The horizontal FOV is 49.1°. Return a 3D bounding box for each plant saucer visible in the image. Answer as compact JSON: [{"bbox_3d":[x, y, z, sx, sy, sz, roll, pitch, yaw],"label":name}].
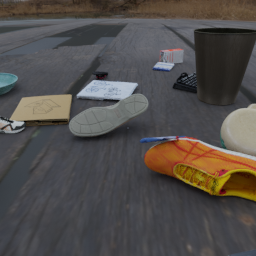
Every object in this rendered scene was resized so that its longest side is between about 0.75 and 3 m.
[{"bbox_3d":[-5.903,-1.738,11.618,2.584,0.464,2.584,-1,26,0],"label":"plant saucer"}]

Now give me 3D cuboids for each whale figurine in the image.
[{"bbox_3d":[3.263,0.197,6.680,2.102,1.090,1.672,-12,55,-2],"label":"whale figurine"}]

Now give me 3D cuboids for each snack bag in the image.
[{"bbox_3d":[-0.758,-1.538,11.479,2.144,0.229,2.021,5,27,11],"label":"snack bag"}]

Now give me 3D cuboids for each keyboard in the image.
[{"bbox_3d":[3.069,-2.261,12.826,1.765,0.377,2.940,17,30,32],"label":"keyboard"}]

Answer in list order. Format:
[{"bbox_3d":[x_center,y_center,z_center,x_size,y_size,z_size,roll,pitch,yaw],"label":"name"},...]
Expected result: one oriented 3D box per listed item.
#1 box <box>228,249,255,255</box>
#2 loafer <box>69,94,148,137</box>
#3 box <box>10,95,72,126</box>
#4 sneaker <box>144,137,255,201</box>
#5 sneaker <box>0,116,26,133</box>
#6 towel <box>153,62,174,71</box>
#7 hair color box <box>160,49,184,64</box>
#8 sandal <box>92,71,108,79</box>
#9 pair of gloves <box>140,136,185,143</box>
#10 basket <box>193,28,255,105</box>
[{"bbox_3d":[2.293,2.156,3.747,1.498,0.326,1.200,-5,26,-11],"label":"box"},{"bbox_3d":[-0.519,-0.256,8.231,2.373,0.746,0.853,-22,74,-9],"label":"loafer"},{"bbox_3d":[-2.908,-0.642,9.622,1.828,0.238,2.236,-3,27,-7],"label":"box"},{"bbox_3d":[1.573,0.837,5.775,2.611,0.953,1.007,8,27,17],"label":"sneaker"},{"bbox_3d":[-3.633,-0.111,8.271,1.181,0.473,0.435,-3,24,-9],"label":"sneaker"},{"bbox_3d":[1.947,-3.340,15.281,0.975,0.158,1.327,10,29,16],"label":"towel"},{"bbox_3d":[2.520,-4.131,16.213,1.361,0.755,0.435,-12,28,-24],"label":"hair color box"},{"bbox_3d":[-1.309,-2.554,13.568,0.534,0.321,1.423,12,13,12],"label":"sandal"},{"bbox_3d":[0.803,0.261,6.309,0.883,0.125,1.098,-4,-3,23],"label":"pair of gloves"},{"bbox_3d":[3.403,-2.268,10.313,2.298,2.549,1.733,-3,26,-8],"label":"basket"}]
